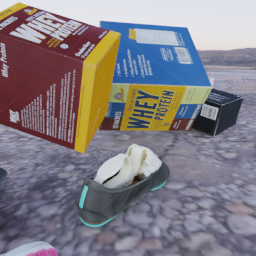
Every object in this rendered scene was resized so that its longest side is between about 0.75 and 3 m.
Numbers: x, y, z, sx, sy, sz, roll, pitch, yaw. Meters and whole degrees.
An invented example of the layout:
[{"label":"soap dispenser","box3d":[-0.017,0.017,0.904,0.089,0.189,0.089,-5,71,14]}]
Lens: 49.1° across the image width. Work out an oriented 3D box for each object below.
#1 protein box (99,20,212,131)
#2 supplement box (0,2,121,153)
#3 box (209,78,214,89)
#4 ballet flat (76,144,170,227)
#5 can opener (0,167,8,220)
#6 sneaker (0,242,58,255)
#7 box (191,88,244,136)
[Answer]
[{"label":"protein box","box3d":[0.428,-1.299,7.040,2.347,1.583,2.330,0,52,-11]},{"label":"supplement box","box3d":[-1.189,-0.776,4.405,1.684,1.661,1.118,18,42,4]},{"label":"box","box3d":[2.801,-1.428,11.802,1.499,1.277,2.345,6,16,18]},{"label":"ballet flat","box3d":[0.090,0.752,4.566,0.786,0.791,2.311,12,19,30]},{"label":"can opener","box3d":[-2.117,1.110,4.175,0.553,0.438,1.664,33,7,-18]},{"label":"sneaker","box3d":[-1.384,1.396,2.464,1.546,0.629,0.682,-12,21,-40]},{"label":"box","box3d":[2.064,-0.810,9.187,2.677,1.056,1.889,23,28,33]}]
